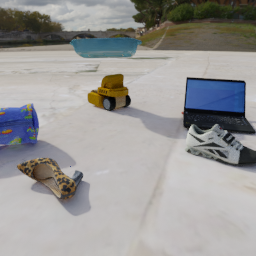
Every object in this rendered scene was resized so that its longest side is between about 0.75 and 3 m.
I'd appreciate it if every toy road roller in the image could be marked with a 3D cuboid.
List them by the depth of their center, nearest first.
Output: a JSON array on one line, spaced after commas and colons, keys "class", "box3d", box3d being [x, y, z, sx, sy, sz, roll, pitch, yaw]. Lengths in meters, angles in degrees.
[{"class": "toy road roller", "box3d": [-0.735, -1.498, 11.027, 1.097, 1.303, 1.785, -16, 25, -39]}]

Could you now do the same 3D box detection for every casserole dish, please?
[{"class": "casserole dish", "box3d": [-0.832, -2.963, 10.508, 2.698, 0.523, 1.634, 1, 6, 4]}]

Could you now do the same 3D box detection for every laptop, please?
[{"class": "laptop", "box3d": [2.907, -0.830, 9.138, 2.094, 1.220, 2.362, 5, 19, 10]}]

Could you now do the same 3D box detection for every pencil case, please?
[{"class": "pencil case", "box3d": [-3.562, 0.054, 6.802, 2.763, 1.078, 1.200, -10, 7, -26]}]

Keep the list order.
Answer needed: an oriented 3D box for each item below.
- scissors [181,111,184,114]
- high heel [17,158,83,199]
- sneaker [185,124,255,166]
[{"class": "scissors", "box3d": [2.356, -0.429, 9.799, 0.446, 0.085, 1.220, -8, 21, -28]}, {"class": "high heel", "box3d": [-1.559, 0.924, 5.165, 1.342, 0.479, 0.957, 10, 13, 3]}, {"class": "sneaker", "box3d": [2.192, 0.343, 6.500, 1.777, 0.786, 0.658, 12, 21, 28]}]
